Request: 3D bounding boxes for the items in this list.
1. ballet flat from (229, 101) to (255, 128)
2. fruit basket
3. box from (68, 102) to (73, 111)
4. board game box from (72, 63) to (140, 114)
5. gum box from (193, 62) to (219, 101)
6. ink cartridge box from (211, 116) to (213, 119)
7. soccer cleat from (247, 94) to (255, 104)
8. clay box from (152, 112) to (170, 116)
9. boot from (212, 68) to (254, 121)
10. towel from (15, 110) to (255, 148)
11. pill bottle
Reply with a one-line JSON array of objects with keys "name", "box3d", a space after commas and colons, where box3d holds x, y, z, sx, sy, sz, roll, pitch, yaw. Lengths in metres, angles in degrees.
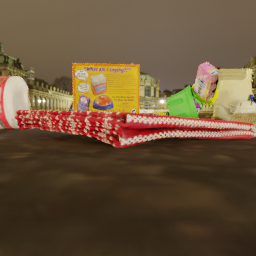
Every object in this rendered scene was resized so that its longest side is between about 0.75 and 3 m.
[{"name": "ballet flat", "box3d": [2.416, -0.242, 5.775, 0.676, 0.626, 1.918, 0, 2, 22]}, {"name": "fruit basket", "box3d": [3.177, -1.157, 12.765, 2.763, 1.993, 2.763, -15, -2, -1]}, {"name": "box", "box3d": [-1.088, -0.521, 7.514, 0.777, 0.783, 0.482, 37, 21, 22]}, {"name": "board game box", "box3d": [-0.531, -0.627, 6.214, 1.356, 1.355, 1.355, 0, 2, -10]}, {"name": "gum box", "box3d": [2.704, -1.574, 9.664, 0.397, 1.201, 0.681, -26, 55, -19]}, {"name": "ink cartridge box", "box3d": [5.089, -0.352, 13.133, 1.747, 0.438, 2.012, 0, 1, 37]}, {"name": "soccer cleat", "box3d": [3.912, -0.453, 6.399, 2.403, 1.005, 0.777, 1, 2, 35]}, {"name": "clay box", "box3d": [1.570, -0.453, 13.194, 0.256, 0.617, 1.074, -2, 2, -32]}, {"name": "boot", "box3d": [3.798, -0.925, 8.664, 2.255, 1.753, 0.821, 7, -3, -2]}, {"name": "towel", "box3d": [-0.111, -0.028, 3.881, 2.094, 0.326, 2.896, 1, 2, -38]}, {"name": "pill bottle", "box3d": [-3.845, -0.627, 7.037, 2.392, 1.324, 1.324, -1, 2, -1]}]
